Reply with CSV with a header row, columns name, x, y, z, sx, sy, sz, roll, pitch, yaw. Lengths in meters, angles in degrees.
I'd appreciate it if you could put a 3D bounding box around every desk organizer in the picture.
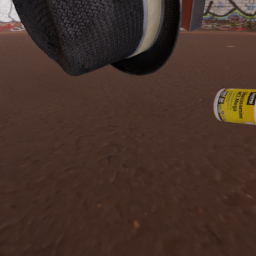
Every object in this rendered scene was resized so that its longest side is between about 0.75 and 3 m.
name,x,y,z,sx,sy,sz,roll,pitch,yaw
desk organizer,1.963,-3.786,8.544,0.534,1.489,0.573,-24,49,-22

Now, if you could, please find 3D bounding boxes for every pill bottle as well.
name,x,y,z,sx,sy,sz,roll,pitch,yaw
pill bottle,1.862,-0.327,4.290,0.537,0.537,0.954,-21,21,-40

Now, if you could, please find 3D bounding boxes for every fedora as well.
name,x,y,z,sx,sy,sz,roll,pitch,yaw
fedora,-0.597,-1.539,3.482,1.233,2.700,2.700,-41,40,-20
